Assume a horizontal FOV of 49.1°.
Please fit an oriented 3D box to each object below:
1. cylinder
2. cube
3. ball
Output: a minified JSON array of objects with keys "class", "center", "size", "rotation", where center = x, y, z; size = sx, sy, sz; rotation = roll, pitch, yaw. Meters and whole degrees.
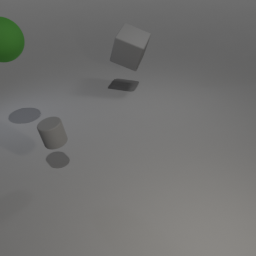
[{"class":"cylinder","center":[-2.181,0.143,8.111],"size":[0.700,0.700,0.700],"rotation":[-7,36,5]},{"class":"cube","center":[0.107,-3.857,13.391],"size":[1.400,1.400,1.400],"rotation":[22,51,0]},{"class":"ball","center":[-4.049,-2.812,8.945],"size":[1.400,1.400,1.400],"rotation":[0,30,0]}]
